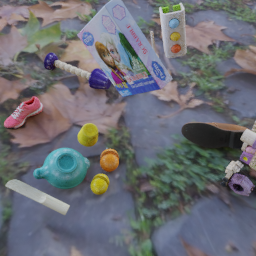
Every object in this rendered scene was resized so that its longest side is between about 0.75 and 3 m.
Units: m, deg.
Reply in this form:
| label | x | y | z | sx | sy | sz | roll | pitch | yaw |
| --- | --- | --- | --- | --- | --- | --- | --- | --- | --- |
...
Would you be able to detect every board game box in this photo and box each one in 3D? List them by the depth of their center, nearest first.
| label | x | y | z | sx | sy | sz | roll | pitch | yaw |
| --- | --- | --- | --- | --- | --- | --- | --- | --- | --- |
| board game box | -0.185 | -1.864 | 7.162 | 0.455 | 2.209 | 2.204 | -43 | 107 | -19 |

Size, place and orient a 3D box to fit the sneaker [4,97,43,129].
| label | x | y | z | sx | sy | sz | roll | pitch | yaw |
| --- | --- | --- | --- | --- | --- | --- | --- | --- | --- |
| sneaker | -3.488 | -0.549 | 9.173 | 0.529 | 0.622 | 1.435 | 35 | 61 | 24 |

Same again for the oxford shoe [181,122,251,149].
| label | x | y | z | sx | sy | sz | roll | pitch | yaw |
| --- | --- | --- | --- | --- | --- | --- | --- | --- | --- |
| oxford shoe | 2.744 | 0.162 | 8.709 | 2.169 | 0.774 | 0.773 | 9 | 26 | 7 |

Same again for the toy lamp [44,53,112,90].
| label | x | y | z | sx | sy | sz | roll | pitch | yaw |
| --- | --- | --- | --- | --- | --- | --- | --- | --- | --- |
| toy lamp | -1.829 | -2.056 | 10.249 | 2.651 | 0.772 | 0.772 | 22 | 56 | 16 |

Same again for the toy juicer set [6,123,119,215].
| label | x | y | z | sx | sy | sz | roll | pitch | yaw |
| --- | --- | --- | --- | --- | --- | --- | --- | --- | --- |
| toy juicer set | -1.513 | 1.326 | 7.761 | 1.876 | 0.803 | 2.950 | 45 | 60 | 8 |

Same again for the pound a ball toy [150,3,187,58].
| label | x | y | z | sx | sy | sz | roll | pitch | yaw |
| --- | --- | --- | --- | --- | --- | --- | --- | --- | --- |
| pound a ball toy | 1.081 | -2.485 | 7.713 | 1.004 | 1.540 | 0.654 | -10 | 47 | 5 |

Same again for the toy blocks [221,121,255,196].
| label | x | y | z | sx | sy | sz | roll | pitch | yaw |
| --- | --- | --- | --- | --- | --- | --- | --- | --- | --- |
| toy blocks | 4.016 | 0.754 | 7.208 | 1.953 | 2.168 | 2.320 | 33 | 56 | 28 |
